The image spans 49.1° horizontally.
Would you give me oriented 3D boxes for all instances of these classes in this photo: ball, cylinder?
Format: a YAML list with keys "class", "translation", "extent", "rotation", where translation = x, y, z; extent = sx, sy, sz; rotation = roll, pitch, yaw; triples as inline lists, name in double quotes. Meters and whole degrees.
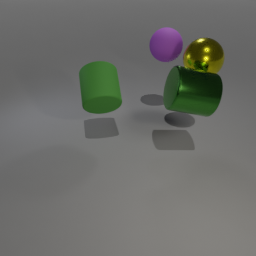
- class: "ball"
  translation: [1.605, -3.497, 11.814]
  extent: [1.400, 1.400, 1.400]
  rotation: [0, 29, 0]
- class: "ball"
  translation: [2.626, -2.415, 9.753]
  extent: [1.400, 1.400, 1.400]
  rotation: [0, 29, 0]
- class: "cylinder"
  translation: [1.999, -1.146, 8.824]
  extent: [1.400, 1.400, 1.400]
  rotation: [9, 27, -12]
- class: "cylinder"
  translation: [-0.993, -1.420, 10.021]
  extent: [1.400, 1.400, 1.400]
  rotation: [-6, 68, -10]
